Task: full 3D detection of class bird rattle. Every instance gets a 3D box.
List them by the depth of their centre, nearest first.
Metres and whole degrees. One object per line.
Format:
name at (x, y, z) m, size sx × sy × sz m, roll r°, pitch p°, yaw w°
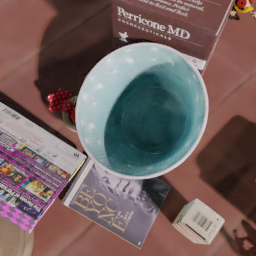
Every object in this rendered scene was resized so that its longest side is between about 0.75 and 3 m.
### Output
bird rattle at (-1.344, -0.497, 7.428) m, size 1.512 × 0.852 × 1.233 m, roll -9°, pitch 85°, yaw -1°

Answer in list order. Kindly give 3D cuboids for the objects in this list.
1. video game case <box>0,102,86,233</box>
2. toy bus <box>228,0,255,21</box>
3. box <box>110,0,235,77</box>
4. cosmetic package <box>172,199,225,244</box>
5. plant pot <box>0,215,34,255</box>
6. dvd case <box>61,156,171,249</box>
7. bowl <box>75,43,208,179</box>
video game case at (-2.510, 0.634, 6.077) m, size 2.633 × 0.471 × 2.386 m, roll 32°, pitch 28°, yaw -1°
toy bus at (3.097, -4.034, 8.663) m, size 1.805 × 0.988 × 1.913 m, roll 28°, pitch 53°, yaw -35°
box at (1.128, -2.560, 7.069) m, size 2.363 × 2.848 × 2.339 m, roll 24°, pitch 68°, yaw 10°
cosmetic package at (1.461, 2.043, 6.047) m, size 0.711 × 1.375 × 0.600 m, roll 36°, pitch 74°, yaw 15°
plant pot at (-3.628, 2.217, 5.368) m, size 2.924 × 2.537 × 2.924 m, roll 0°, pitch 69°, yaw -1°
dvd case at (-0.285, 1.626, 6.862) m, size 2.190 × 0.175 × 1.628 m, roll 27°, pitch 71°, yaw 10°
bowl at (0.418, -0.308, 6.521) m, size 2.923 × 1.529 × 2.923 m, roll -3°, pitch 82°, yaw 20°
